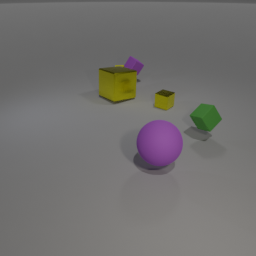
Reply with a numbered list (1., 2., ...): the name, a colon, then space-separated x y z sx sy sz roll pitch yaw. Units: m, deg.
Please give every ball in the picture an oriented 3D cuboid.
1. ball: 0.956 0.452 8.493 1.400 1.400 1.400 0 28 0

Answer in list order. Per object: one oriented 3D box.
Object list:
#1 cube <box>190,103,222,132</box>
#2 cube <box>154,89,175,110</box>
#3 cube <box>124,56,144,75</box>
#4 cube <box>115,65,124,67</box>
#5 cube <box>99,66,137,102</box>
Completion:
1. cube: 2.835 -0.390 10.222 0.700 0.700 0.700 -44 25 -12
2. cube: 1.740 -1.345 13.297 0.700 0.700 0.700 21 35 32
3. cube: 0.341 -3.556 15.975 0.700 0.700 0.700 15 26 -46
4. cube: -0.433 -3.230 16.551 0.700 0.700 0.700 3 52 13
5. cube: -0.531 -2.267 14.145 1.400 1.400 1.400 -15 28 -35
